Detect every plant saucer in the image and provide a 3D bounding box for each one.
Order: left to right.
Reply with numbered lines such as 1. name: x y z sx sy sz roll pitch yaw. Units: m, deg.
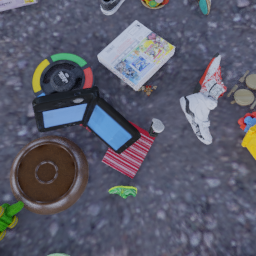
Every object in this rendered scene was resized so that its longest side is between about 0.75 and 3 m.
1. plant saucer: -2.928 1.644 10.254 2.944 0.472 2.944 0 74 0

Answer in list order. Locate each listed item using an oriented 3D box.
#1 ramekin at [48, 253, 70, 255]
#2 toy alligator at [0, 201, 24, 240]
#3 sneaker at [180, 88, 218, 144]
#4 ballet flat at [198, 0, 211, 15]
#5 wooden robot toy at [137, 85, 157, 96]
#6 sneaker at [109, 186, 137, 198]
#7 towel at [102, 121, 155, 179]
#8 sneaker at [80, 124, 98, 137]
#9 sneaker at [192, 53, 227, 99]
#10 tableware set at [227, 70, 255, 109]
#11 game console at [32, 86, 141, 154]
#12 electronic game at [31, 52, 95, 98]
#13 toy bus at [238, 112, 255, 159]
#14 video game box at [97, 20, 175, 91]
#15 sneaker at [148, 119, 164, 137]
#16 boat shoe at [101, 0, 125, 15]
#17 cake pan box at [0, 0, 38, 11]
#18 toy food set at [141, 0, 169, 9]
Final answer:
1. ramekin: -2.282 4.831 9.128 1.459 0.713 1.459 0 73 0
2. toy alligator: -4.763 3.479 9.565 2.849 0.845 0.773 -46 37 -12
3. sneaker: 2.813 -0.429 10.132 1.156 0.756 2.012 -28 96 24
4. ballet flat: 3.379 -5.791 12.486 0.540 0.583 1.653 -17 76 -17
5. wooden robot toy: 0.775 -1.496 11.284 0.829 0.365 0.376 -4 86 2
6. sneaker: -0.187 2.313 10.076 1.029 0.381 0.430 0 69 0
7. towel: 0.050 0.769 10.642 1.378 0.214 1.905 29 77 6
8. sneaker: -1.611 -0.541 10.634 2.478 0.999 0.925 32 66 -9
9. sneaker: 3.518 -1.949 11.238 1.095 0.682 2.044 29 79 7
10. tableware set: 4.878 -1.494 11.283 1.112 0.337 1.682 34 70 22
11. game console: -1.345 0.088 8.421 2.548 2.897 1.686 -13 78 -18
12. electronic game: -2.619 -1.907 11.285 2.572 0.535 2.572 0 72 0
13. toy bus: 5.377 0.122 10.266 2.424 1.645 2.327 -30 59 -11
14. video game box: 0.348 -3.031 11.555 2.178 0.560 2.391 40 77 19
15. sneaker: 1.001 0.116 10.036 0.432 1.221 0.606 13 107 -3
16. boat shoe: -0.391 -6.290 12.436 0.951 0.898 2.650 32 76 9
17. cake pan box: -5.609 -6.615 12.659 2.492 0.708 2.706 -14 74 -7
18. toy food set: 1.212 -5.930 12.634 1.296 0.315 1.283 -36 77 -11
